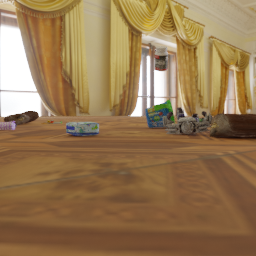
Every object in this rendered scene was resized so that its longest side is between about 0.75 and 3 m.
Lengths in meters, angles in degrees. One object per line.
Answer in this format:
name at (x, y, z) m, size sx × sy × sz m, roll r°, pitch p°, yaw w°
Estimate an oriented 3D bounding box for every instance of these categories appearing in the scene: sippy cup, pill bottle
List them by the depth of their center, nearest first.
sippy cup at (1.310, -0.507, 11.694) m, size 1.101 × 1.503 × 1.180 m, roll -11°, pitch 31°, yaw 3°
pill bottle at (1.781, -3.698, 14.967) m, size 0.703 × 1.234 × 0.703 m, roll -2°, pitch 26°, yaw 1°

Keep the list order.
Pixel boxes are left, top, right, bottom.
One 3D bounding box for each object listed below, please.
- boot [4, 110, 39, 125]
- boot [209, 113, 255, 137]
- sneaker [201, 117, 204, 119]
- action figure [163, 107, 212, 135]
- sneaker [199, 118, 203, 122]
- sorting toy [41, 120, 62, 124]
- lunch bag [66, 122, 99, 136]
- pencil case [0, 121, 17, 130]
boot at (-5.562, -0.564, 15.222) m, size 2.042 × 0.704 × 2.191 m, roll -17°, pitch 9°, yaw -32°
boot at (3.453, -0.160, 7.978) m, size 2.756 × 0.885 × 2.568 m, roll -5°, pitch 2°, yaw -3°
sneaker at (4.332, -0.430, 16.067) m, size 0.316 × 0.359 × 0.848 m, roll 1°, pitch 3°, yaw 9°
action figure at (1.836, -0.201, 8.765) m, size 1.459 × 0.778 × 2.242 m, roll 7°, pitch 8°, yaw 11°
sneaker at (3.473, -0.306, 13.967) m, size 0.500 × 0.458 × 1.173 m, roll 7°, pitch 12°, yaw -1°
sorting toy at (-4.310, -0.334, 15.919) m, size 0.751 × 0.182 × 1.334 m, roll 2°, pitch 4°, yaw 27°
lunch bag at (-1.307, 0.017, 7.916) m, size 0.743 × 0.381 × 0.925 m, roll -1°, pitch 3°, yaw -36°
pencil case at (-4.542, -0.093, 10.259) m, size 0.804 × 0.344 × 0.337 m, roll -1°, pitch 5°, yaw 2°
